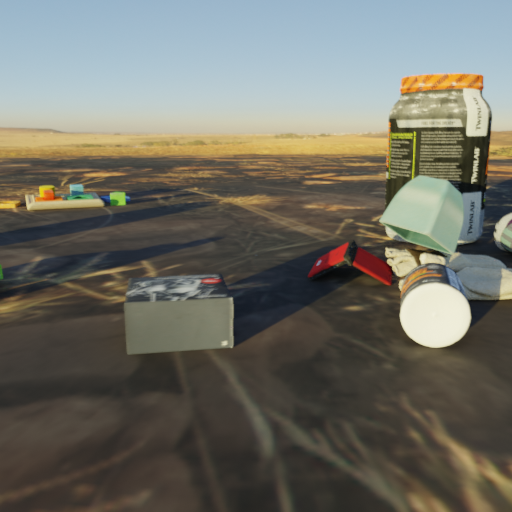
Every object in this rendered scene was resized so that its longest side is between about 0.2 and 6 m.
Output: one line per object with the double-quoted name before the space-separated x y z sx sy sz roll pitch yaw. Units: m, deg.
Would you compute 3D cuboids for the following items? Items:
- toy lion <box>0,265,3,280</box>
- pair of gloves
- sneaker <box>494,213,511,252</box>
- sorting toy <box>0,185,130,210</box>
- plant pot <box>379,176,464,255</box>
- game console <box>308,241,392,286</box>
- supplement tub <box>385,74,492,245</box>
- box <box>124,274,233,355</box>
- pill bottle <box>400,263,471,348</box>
"toy lion" -3.768 0.304 6.662 1.439 0.494 1.379 -10 9 -36
"pair of gloves" 2.604 0.188 7.268 1.644 0.339 1.933 1 13 2
"sneaker" 5.009 -0.278 8.630 2.358 0.877 1.032 -10 22 5
"sorting toy" -5.132 -1.590 14.876 3.578 0.487 2.015 -6 14 -23
"plant pot" 2.390 -0.622 7.779 0.826 0.841 0.824 27 -3 -42
"game console" 1.299 0.216 7.682 0.919 0.633 1.066 -29 4 18
"supplement tub" 3.216 -1.712 9.991 1.746 2.851 1.746 0 13 0
"box" -0.742 0.526 5.356 0.958 0.499 0.872 -3 14 -10
"pill bottle" 1.747 0.425 5.547 0.620 0.620 1.168 3 12 15
